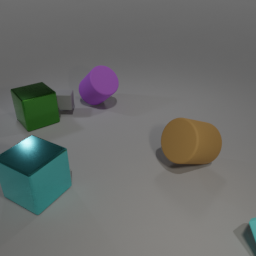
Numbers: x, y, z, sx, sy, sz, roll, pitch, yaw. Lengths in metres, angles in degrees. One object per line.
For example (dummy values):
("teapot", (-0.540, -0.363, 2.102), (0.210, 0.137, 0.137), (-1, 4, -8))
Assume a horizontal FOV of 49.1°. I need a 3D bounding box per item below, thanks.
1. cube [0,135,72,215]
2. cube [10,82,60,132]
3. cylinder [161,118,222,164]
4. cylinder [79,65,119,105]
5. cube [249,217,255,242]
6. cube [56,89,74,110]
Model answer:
("cube", (-2.624, 1.268, 7.904), (1.400, 1.400, 1.400), (17, 35, 26))
("cube", (-3.824, -0.917, 11.592), (1.400, 1.400, 1.400), (-21, 37, -31))
("cylinder", (2.007, 0.439, 8.877), (1.400, 1.400, 1.400), (7, 19, -43))
("cylinder", (-1.348, -1.911, 12.716), (1.400, 1.400, 1.400), (-24, -1, -34))
("cube", (3.222, 2.353, 6.308), (0.700, 0.700, 0.700), (-22, -19, 22))
("cube", (-2.783, -1.243, 12.279), (0.700, 0.700, 0.700), (1, 28, -2))
